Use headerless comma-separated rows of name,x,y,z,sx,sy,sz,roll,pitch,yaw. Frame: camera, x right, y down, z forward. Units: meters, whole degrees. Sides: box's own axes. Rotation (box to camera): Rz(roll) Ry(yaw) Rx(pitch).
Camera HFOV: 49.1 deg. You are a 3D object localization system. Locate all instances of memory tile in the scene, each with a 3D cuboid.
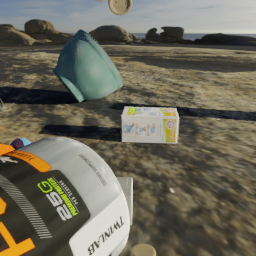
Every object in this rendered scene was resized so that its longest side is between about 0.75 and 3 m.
memory tile,-0.401,-2.808,4.583,1.724,1.321,0.145,26,32,-26

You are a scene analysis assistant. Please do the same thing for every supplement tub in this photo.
supplement tub,-1.335,1.211,2.355,1.655,1.655,2.701,12,23,31

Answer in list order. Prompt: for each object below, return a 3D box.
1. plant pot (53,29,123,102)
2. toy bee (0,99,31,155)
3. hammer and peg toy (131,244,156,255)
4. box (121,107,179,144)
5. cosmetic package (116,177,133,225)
plant pot,-1.691,-2.089,10.622,1.758,2.623,2.623,-40,29,-6
toy bee,-2.250,0.672,4.793,1.667,1.384,2.547,27,17,-30
hammer and peg toy,0.560,1.769,2.415,1.634,0.576,1.202,13,25,32
box,0.571,-0.088,7.273,1.423,0.721,0.800,2,21,5
cosmetic package,-0.527,1.101,4.309,1.223,0.551,0.653,-3,17,0
